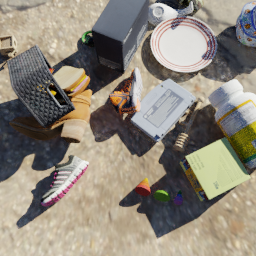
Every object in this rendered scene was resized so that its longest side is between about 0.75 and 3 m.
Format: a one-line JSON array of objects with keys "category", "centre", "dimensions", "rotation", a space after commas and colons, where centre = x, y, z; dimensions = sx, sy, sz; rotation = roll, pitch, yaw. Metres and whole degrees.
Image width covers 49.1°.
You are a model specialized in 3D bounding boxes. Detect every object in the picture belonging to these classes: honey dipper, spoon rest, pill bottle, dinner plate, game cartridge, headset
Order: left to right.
[{"category": "headset", "centre": [-1.446, -3.808, 11.800], "dimensions": [1.162, 0.546, 0.717], "rotation": [15, 73, 17]}, {"category": "game cartridge", "centre": [1.285, -0.747, 10.763], "dimensions": [1.557, 0.486, 2.338], "rotation": [38, 76, 23]}, {"category": "spoon rest", "centre": [1.803, -5.033, 12.227], "dimensions": [1.989, 0.603, 0.988], "rotation": [-6, 88, 9]}, {"category": "dinner plate", "centre": [2.325, -3.508, 11.812], "dimensions": [2.768, 0.335, 2.768], "rotation": [0, 71, -1]}, {"category": "honey dipper", "centre": [2.404, -0.217, 10.687], "dimensions": [0.451, 0.451, 2.376], "rotation": [26, 69, 8]}, {"category": "pill bottle", "centre": [4.179, -0.201, 10.005], "dimensions": [1.658, 1.658, 2.940], "rotation": [-27, 74, -9]}]

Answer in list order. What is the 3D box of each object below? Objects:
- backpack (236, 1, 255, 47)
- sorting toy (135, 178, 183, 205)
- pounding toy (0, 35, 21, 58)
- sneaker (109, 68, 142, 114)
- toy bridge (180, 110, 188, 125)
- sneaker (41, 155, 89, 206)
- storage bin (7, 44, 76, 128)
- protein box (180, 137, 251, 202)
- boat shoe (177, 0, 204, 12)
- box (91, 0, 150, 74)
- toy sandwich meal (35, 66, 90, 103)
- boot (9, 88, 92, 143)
[{"category": "backpack", "centre": [5.541, -4.283, 11.479], "dimensions": [2.023, 1.636, 2.124], "rotation": [-1, 74, 11]}, {"category": "sorting toy", "centre": [1.135, 2.176, 9.891], "dimensions": [1.697, 0.588, 0.584], "rotation": [15, 49, 7]}, {"category": "pounding toy", "centre": [-4.858, -3.297, 11.664], "dimensions": [0.910, 0.474, 1.036], "rotation": [-9, 72, -3]}, {"category": "sneaker", "centre": [-0.121, -1.467, 10.872], "dimensions": [1.199, 0.830, 2.139], "rotation": [-6, 51, 18]}, {"category": "toy bridge", "centre": [2.164, -0.668, 10.953], "dimensions": [0.373, 0.151, 1.108], "rotation": [15, 72, 6]}, {"category": "sneaker", "centre": [-2.359, 1.764, 9.831], "dimensions": [0.914, 0.770, 2.089], "rotation": [39, 71, 12]}, {"category": "storage bin", "centre": [-3.012, -1.484, 9.631], "dimensions": [1.256, 1.811, 2.679], "rotation": [-31, 40, -4]}, {"category": "protein box", "centre": [2.959, 1.462, 9.738], "dimensions": [1.605, 1.083, 1.593], "rotation": [-25, 73, -8]}, {"category": "boat shoe", "centre": [2.490, -5.759, 12.414], "dimensions": [1.761, 0.629, 0.579], "rotation": [34, 70, 6]}, {"category": "box", "centre": [-0.215, -3.816, 10.927], "dimensions": [1.257, 2.198, 2.414], "rotation": [24, 72, 8]}, {"category": "toy sandwich meal", "centre": [-2.475, -1.694, 9.973], "dimensions": [2.118, 0.725, 2.118], "rotation": [-3, 50, 3]}, {"category": "boot", "centre": [-2.799, -0.682, 10.505], "dimensions": [2.825, 1.083, 2.193], "rotation": [5, 66, 10]}]
